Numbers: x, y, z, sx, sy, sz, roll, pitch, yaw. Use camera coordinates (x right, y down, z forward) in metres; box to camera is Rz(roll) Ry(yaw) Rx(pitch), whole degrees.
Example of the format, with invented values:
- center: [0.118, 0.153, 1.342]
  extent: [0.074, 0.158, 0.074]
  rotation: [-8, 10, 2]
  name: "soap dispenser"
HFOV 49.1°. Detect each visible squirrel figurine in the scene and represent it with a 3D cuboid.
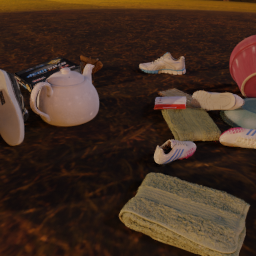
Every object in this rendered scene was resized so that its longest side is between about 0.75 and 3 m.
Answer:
- center: [-2.143, -3.703, 16.602]
  extent: [1.366, 0.967, 1.275]
  rotation: [30, 28, 20]
  name: "squirrel figurine"

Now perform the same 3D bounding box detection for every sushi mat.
- center: [2.546, -1.351, 12.952]
  extent: [1.107, 0.140, 2.314]
  rotation: [-17, 33, -30]
  name: "sushi mat"

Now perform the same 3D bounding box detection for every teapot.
- center: [-2.444, -1.398, 11.157]
  extent: [2.651, 1.961, 2.686]
  rotation: [-8, 31, -13]
  name: "teapot"

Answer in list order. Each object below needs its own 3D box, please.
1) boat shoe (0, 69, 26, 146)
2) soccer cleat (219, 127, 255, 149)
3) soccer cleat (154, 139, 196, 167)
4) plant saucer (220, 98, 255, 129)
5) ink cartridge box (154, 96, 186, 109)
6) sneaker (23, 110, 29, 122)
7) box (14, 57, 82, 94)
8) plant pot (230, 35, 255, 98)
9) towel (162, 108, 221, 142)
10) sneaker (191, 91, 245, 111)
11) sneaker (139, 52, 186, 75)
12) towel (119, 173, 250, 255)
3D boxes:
- center: [-4.028, -0.742, 9.861]
  extent: [0.979, 2.769, 0.882]
  rotation: [-20, -9, 22]
  name: "boat shoe"
- center: [4.033, 0.371, 9.341]
  extent: [1.852, 0.647, 0.800]
  rotation: [-5, 30, -9]
  name: "soccer cleat"
- center: [1.546, 0.635, 8.784]
  extent: [1.686, 0.728, 0.589]
  rotation: [-19, 34, -32]
  name: "soccer cleat"
- center: [5.281, -0.630, 11.231]
  extent: [2.994, 0.576, 2.994]
  rotation: [0, 28, 0]
  name: "plant saucer"
- center: [1.765, -1.063, 11.645]
  extent: [1.297, 0.455, 1.596]
  rotation: [0, 8, 11]
  name: "ink cartridge box"
- center: [-4.936, -0.700, 11.122]
  extent: [2.299, 0.862, 0.996]
  rotation: [5, 24, 8]
  name: "sneaker"
- center: [-4.158, -2.777, 14.592]
  extent: [2.801, 0.644, 2.226]
  rotation: [-29, 40, -27]
  name: "box"
- center: [6.075, -2.529, 12.857]
  extent: [2.685, 2.685, 2.403]
  rotation: [7, 46, 13]
  name: "plant pot"
- center: [2.343, -0.161, 10.520]
  extent: [1.771, 0.435, 2.387]
  rotation: [-3, 28, -7]
  name: "towel"
- center: [3.615, -1.078, 11.535]
  extent: [0.901, 0.855, 2.239]
  rotation: [-3, 12, -37]
  name: "sneaker"
- center: [1.997, -3.809, 16.307]
  extent: [2.731, 1.184, 1.024]
  rotation: [1, 30, 4]
  name: "sneaker"
- center: [1.369, 1.958, 6.654]
  extent: [2.714, 0.495, 2.014]
  rotation: [14, 31, 23]
  name: "towel"
